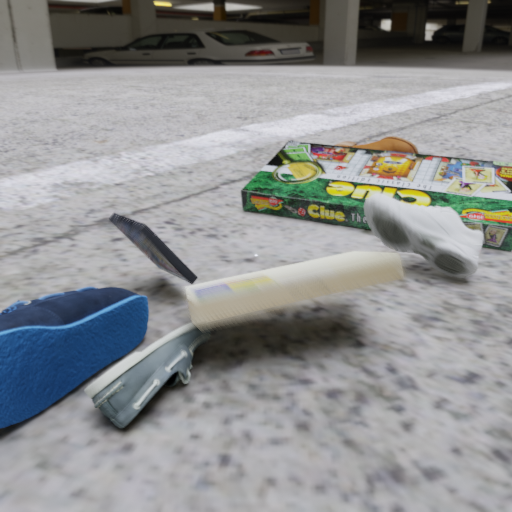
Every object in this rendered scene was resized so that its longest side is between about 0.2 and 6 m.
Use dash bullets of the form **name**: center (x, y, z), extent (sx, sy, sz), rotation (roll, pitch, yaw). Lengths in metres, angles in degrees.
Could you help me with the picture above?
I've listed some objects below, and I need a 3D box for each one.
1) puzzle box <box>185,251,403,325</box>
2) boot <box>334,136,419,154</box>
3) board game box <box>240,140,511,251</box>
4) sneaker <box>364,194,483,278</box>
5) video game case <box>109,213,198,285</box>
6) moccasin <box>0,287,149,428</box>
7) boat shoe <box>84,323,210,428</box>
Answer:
- **puzzle box**: center (0.372, 0.361, 7.385), extent (2.624, 0.334, 1.746), rotation (-12, 4, -7)
- **boot**: center (2.783, -2.461, 14.630), extent (2.483, 0.952, 1.927), rotation (15, 35, 28)
- **board game box**: center (2.772, -1.506, 12.319), extent (5.573, 0.654, 2.920), rotation (10, 39, 22)
- **sneaker**: center (2.832, -0.510, 9.455), extent (2.099, 0.818, 1.043), rotation (32, 60, 7)
- **video game case**: center (-1.574, -0.115, 8.528), extent (0.159, 1.247, 1.127), rotation (-51, 36, -15)
- **moccasin**: center (-2.589, 1.100, 6.487), extent (1.067, 1.259, 3.130), rotation (15, 14, 27)
- **boat shoe**: center (-1.118, 1.349, 6.623), extent (0.612, 0.721, 1.980), rotation (53, 32, 7)
